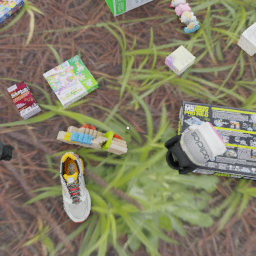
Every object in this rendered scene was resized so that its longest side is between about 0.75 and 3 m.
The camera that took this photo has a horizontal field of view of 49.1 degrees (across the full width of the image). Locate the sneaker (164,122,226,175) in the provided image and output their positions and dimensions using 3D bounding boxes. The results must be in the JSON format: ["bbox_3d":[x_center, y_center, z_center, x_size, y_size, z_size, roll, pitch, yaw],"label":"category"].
[{"bbox_3d":[1.539,0.586,7.429,1.266,2.895,1.068,-26,83,-1],"label":"sneaker"}]

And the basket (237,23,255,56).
[{"bbox_3d":[4.725,-3.306,10.497,0.816,0.662,0.824,-40,76,-12],"label":"basket"}]

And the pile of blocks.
[{"bbox_3d":[-1.132,0.236,9.204,2.379,0.977,0.739,12,73,4],"label":"pile of blocks"}]

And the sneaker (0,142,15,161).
[{"bbox_3d":[-3.134,0.680,7.088,0.293,0.509,0.975,-36,35,5],"label":"sneaker"}]

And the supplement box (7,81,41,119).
[{"bbox_3d":[-3.678,-0.996,9.911,0.665,0.372,1.223,-32,74,-9],"label":"supplement box"}]

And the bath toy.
[{"bbox_3d":[2.149,-4.496,10.912,0.633,0.745,1.713,-26,68,15],"label":"bath toy"}]

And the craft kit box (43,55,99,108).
[{"bbox_3d":[-2.073,-1.708,10.173,1.470,0.357,1.452,-34,78,-10],"label":"craft kit box"}]

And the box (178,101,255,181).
[{"bbox_3d":[3.087,0.421,9.303,2.842,0.629,2.276,7,71,2],"label":"box"}]

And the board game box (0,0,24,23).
[{"bbox_3d":[-5.015,-4.884,11.218,0.955,0.243,1.410,41,77,12],"label":"board game box"}]

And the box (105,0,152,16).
[{"bbox_3d":[-0.053,-6.438,11.082,2.615,1.433,2.964,-27,74,-8],"label":"box"}]

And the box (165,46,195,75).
[{"bbox_3d":[1.924,-2.494,10.376,0.823,0.398,0.724,-40,76,-12],"label":"box"}]

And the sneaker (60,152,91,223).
[{"bbox_3d":[-1.747,1.814,8.730,0.866,0.914,2.224,-14,74,-4],"label":"sneaker"}]
